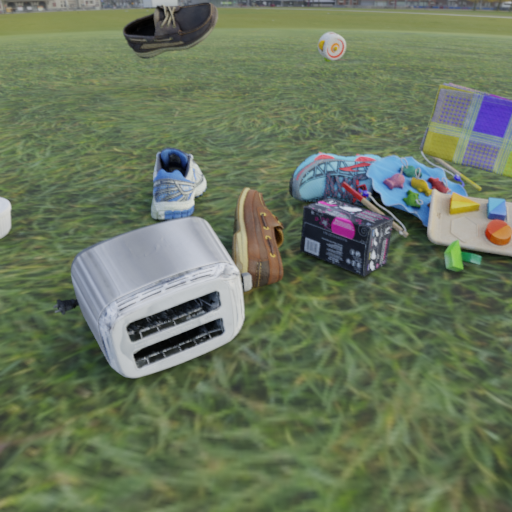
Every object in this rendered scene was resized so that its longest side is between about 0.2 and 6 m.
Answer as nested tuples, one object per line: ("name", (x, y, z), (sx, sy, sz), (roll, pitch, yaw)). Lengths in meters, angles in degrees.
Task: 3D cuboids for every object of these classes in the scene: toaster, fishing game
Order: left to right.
("toaster", (-1.510, 0.603, 8.401), (2.816, 1.600, 1.819), (-18, 35, -21))
("fishing game", (3.821, -1.593, 12.884), (3.668, 0.570, 2.626), (-23, 57, -37))

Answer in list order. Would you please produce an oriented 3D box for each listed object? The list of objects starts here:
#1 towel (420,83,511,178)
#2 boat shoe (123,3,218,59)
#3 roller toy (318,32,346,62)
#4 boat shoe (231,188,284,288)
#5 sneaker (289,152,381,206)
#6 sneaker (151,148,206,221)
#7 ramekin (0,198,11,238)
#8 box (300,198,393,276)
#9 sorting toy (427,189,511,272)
("towel", (3.573, -2.011, 9.005), (1.665, 1.196, 0.190), (24, 16, 22))
("boat shoe", (-1.635, -4.236, 10.403), (1.925, 0.717, 0.706), (-13, -15, 23))
("roller toy", (1.393, -3.846, 10.284), (0.452, 0.496, 0.346), (-39, 39, 7))
("boat shoe", (0.038, -0.356, 10.900), (0.986, 1.051, 2.921), (4, 34, -2))
("sneaker", (2.213, -1.793, 13.372), (2.898, 1.149, 1.384), (-12, 32, -20))
("sneaker", (-1.856, -2.028, 13.578), (1.216, 1.344, 3.155), (-1, 28, -3))
("ramekin", (-5.887, -0.736, 11.932), (1.332, 0.620, 1.332), (0, 28, 0))
("box", (1.741, -0.395, 10.878), (1.538, 1.016, 0.883), (23, 32, 37))
("sorting toy", (4.533, -0.487, 11.347), (2.049, 0.408, 2.772), (14, 40, 11))
